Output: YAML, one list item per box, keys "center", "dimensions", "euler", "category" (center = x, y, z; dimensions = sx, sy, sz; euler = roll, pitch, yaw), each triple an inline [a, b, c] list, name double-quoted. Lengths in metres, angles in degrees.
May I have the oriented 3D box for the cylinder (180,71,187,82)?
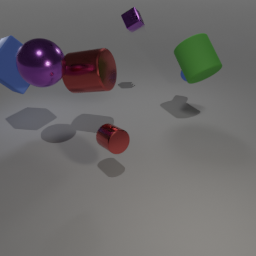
- center: [2.813, -2.560, 12.700]
  dimensions: [0.700, 0.700, 0.700]
  euler: [13, 42, 22]
  category: "cylinder"

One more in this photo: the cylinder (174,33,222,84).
- center: [2.665, -2.638, 10.745]
  dimensions: [1.400, 1.400, 1.400]
  euler: [-22, -10, -4]
  category: "cylinder"

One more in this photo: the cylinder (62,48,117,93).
- center: [-1.291, -1.911, 9.478]
  dimensions: [1.400, 1.400, 1.400]
  euler: [0, 27, 23]
  category: "cylinder"

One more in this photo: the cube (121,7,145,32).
- center: [0.226, -4.844, 12.576]
  dimensions: [0.700, 0.700, 0.700]
  euler: [-24, -5, 21]
  category: "cube"

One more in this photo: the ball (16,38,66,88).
- center: [-2.519, -1.887, 8.169]
  dimensions: [1.400, 1.400, 1.400]
  euler: [0, 29, 0]
  category: "ball"

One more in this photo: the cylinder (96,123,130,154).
- center: [-0.424, 0.291, 7.769]
  dimensions: [0.700, 0.700, 0.700]
  euler: [-18, 25, -30]
  category: "cylinder"

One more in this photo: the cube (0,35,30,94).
- center: [-4.056, -2.189, 9.828]
  dimensions: [1.400, 1.400, 1.400]
  euler: [17, 73, 53]
  category: "cube"
